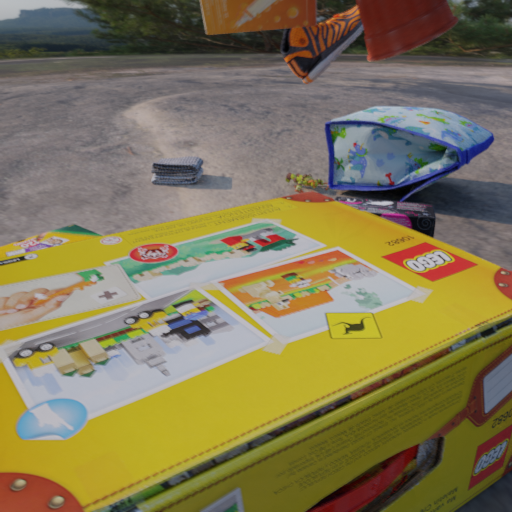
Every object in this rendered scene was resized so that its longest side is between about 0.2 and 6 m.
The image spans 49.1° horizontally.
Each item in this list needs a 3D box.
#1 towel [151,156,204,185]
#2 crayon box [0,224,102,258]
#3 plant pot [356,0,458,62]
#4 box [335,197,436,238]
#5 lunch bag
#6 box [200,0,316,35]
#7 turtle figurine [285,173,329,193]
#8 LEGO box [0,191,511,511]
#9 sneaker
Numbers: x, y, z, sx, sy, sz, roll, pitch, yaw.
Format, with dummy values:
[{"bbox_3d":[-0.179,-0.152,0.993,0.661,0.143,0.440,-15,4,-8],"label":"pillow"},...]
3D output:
[{"bbox_3d":[-1.862,-2.047,13.197,1.158,0.496,0.959,1,24,2],"label":"towel"},{"bbox_3d":[-3.142,0.157,8.249,1.129,0.554,1.901,19,31,36],"label":"crayon box"},{"bbox_3d":[1.773,-3.285,7.089,1.203,1.170,1.203,-24,24,11],"label":"plant pot"},{"bbox_3d":[1.927,-0.294,8.694,1.542,1.019,0.884,6,21,14],"label":"box"},{"bbox_3d":[3.349,-2.303,12.130,2.928,1.866,2.490,6,23,35],"label":"lunch bag"},{"bbox_3d":[0.022,-3.437,7.074,1.457,0.906,0.710,-3,57,5],"label":"box"},{"bbox_3d":[1.066,-1.669,12.544,1.070,0.345,0.863,-19,30,-35],"label":"turtle figurine"},{"bbox_3d":[-0.234,1.014,4.889,4.549,1.755,3.388,-15,28,-30],"label":"LEGO box"},{"bbox_3d":[1.177,-3.973,9.694,1.848,1.036,0.717,-48,14,-7],"label":"sneaker"}]
